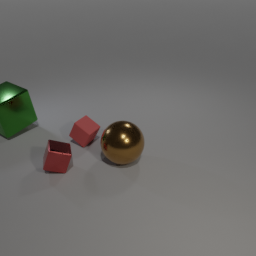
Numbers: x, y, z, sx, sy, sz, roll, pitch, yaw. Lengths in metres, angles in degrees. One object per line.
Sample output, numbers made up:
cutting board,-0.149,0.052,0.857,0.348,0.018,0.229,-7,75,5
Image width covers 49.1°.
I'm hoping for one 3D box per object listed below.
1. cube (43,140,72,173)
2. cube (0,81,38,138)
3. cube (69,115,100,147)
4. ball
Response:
cube,-2.189,0.876,8.645,0.700,0.700,0.700,13,23,-22
cube,-4.562,-0.727,10.591,1.400,1.400,1.400,22,46,31
cube,-1.540,0.111,9.977,0.700,0.700,0.700,38,38,8
ball,-0.172,0.461,8.908,1.400,1.400,1.400,0,29,0
